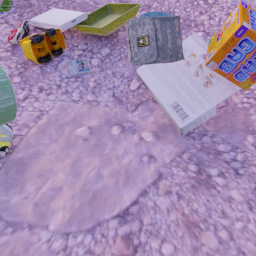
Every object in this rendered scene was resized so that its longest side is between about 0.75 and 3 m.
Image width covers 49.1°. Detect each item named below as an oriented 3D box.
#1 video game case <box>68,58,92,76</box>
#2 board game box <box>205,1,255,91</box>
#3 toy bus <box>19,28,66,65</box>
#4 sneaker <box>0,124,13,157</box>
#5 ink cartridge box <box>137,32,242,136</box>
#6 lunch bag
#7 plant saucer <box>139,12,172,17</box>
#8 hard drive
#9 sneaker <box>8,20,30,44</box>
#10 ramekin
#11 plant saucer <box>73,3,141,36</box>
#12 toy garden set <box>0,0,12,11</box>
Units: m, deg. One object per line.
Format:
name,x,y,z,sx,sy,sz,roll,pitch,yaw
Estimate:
video game case,-1.912,-2.420,11.043,0.816,0.106,0.896,-12,49,-10
board game box,3.172,-2.219,7.661,1.418,1.418,1.419,29,48,-9
toy bus,-3.573,-3.390,11.394,1.509,1.067,1.572,19,48,36
sneaker,-4.663,0.491,7.946,2.612,0.985,0.998,-12,50,-8
ink cartridge box,2.007,-1.535,9.218,2.460,0.617,2.835,-32,60,0
lunch bag,0.693,-2.381,7.718,1.488,1.220,0.875,-10,9,-18
plant saucer,1.357,-4.893,13.093,1.849,0.253,1.849,0,48,0
hard drive,-3.190,-4.954,12.760,2.366,0.311,1.560,24,52,35
sneaker,-4.849,-4.275,12.362,0.642,0.582,1.512,4,49,10
ramekin,-3.296,-0.752,6.537,0.815,1.669,1.669,-24,52,-38
plant saucer,-0.923,-4.757,12.372,2.358,0.565,2.361,-41,42,-24
toy garden set,-6.519,-6.356,14.376,0.930,0.223,1.116,-5,49,-4
